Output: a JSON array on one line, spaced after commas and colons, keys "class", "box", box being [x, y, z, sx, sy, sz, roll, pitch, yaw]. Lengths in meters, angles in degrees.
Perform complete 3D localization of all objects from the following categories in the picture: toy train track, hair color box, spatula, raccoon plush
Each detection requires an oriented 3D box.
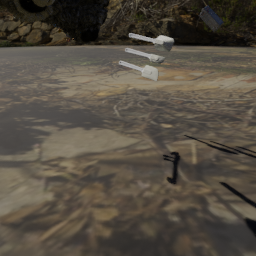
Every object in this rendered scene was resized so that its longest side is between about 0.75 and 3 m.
[{"class": "toy train track", "box": [-2.154, -2.995, 8.400, 1.513, 0.246, 0.868, 24, 33, -37]}, {"class": "hair color box", "box": [3.305, -4.344, 11.151, 0.284, 0.936, 0.463, -39, -5, -21]}, {"class": "spatula", "box": [0.498, -2.302, 8.702, 0.154, 1.329, 1.912, 9, 16, -44]}, {"class": "raccoon plush", "box": [-1.654, -2.394, 5.236, 1.966, 1.420, 2.935, 4, 8, -29]}]
